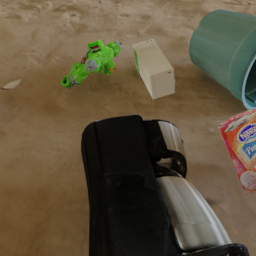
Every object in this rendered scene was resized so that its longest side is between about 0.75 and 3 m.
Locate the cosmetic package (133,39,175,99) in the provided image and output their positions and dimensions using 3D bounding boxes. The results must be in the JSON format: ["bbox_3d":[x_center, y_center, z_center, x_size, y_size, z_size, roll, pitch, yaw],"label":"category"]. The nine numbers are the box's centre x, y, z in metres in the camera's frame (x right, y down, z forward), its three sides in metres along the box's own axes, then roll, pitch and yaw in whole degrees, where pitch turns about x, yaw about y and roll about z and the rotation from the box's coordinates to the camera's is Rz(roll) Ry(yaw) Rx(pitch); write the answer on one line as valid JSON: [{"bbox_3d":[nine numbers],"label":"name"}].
[{"bbox_3d":[0.759,-1.794,8.359,0.737,0.935,1.737,-17,46,-3],"label":"cosmetic package"}]

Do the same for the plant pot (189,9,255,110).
[{"bbox_3d":[3.161,-2.110,7.850,2.428,2.428,2.378,-23,43,-21],"label":"plant pot"}]

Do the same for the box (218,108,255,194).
[{"bbox_3d":[2.522,0.195,5.066,1.134,1.184,2.376,-23,-5,26],"label":"box"}]

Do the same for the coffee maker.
[{"bbox_3d":[-0.062,1.173,4.442,2.833,1.986,2.949,12,30,-20],"label":"coffee maker"}]

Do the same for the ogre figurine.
[{"bbox_3d":[-0.955,-1.898,8.053,2.070,1.016,1.241,-24,5,-40],"label":"ogre figurine"}]
